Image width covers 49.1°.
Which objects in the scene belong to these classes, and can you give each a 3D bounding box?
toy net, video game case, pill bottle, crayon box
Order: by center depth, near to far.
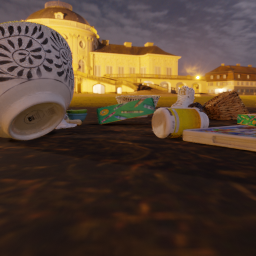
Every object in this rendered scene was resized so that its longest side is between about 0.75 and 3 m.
[{"bbox_3d":[2.843,0.210,5.307,2.112,0.266,2.950,-4,7,-35],"label":"video game case"},{"bbox_3d":[1.251,-0.127,6.564,1.279,0.699,0.699,-2,6,-28],"label":"pill bottle"},{"bbox_3d":[-2.316,-0.346,9.826,1.439,0.530,2.744,0,6,2],"label":"toy net"},{"bbox_3d":[4.565,-0.287,9.926,0.780,0.383,1.313,-1,5,-7],"label":"crayon box"},{"bbox_3d":[-0.078,-0.630,10.336,2.041,0.594,1.212,-11,3,0],"label":"crayon box"}]

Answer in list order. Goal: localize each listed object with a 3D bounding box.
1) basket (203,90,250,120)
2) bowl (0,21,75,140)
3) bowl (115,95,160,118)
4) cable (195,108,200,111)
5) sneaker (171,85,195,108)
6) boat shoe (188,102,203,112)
[{"bbox_3d":[4.693,-0.775,13.638,1.542,1.610,2.161,-32,3,5],"label":"basket"},{"bbox_3d":[-2.209,-0.631,6.021,2.900,1.361,2.900,-29,-22,-13],"label":"bowl"},{"bbox_3d":[0.528,-1.183,15.223,2.459,1.154,2.459,-1,7,0],"label":"bowl"},{"bbox_3d":[1.685,-0.399,10.123,1.446,0.501,1.447,-11,6,-38],"label":"cable"},{"bbox_3d":[2.659,-1.339,14.350,1.077,1.689,2.923,5,9,28],"label":"sneaker"},{"bbox_3d":[3.149,-0.833,13.291,0.827,0.745,2.299,-2,8,20],"label":"boat shoe"}]
